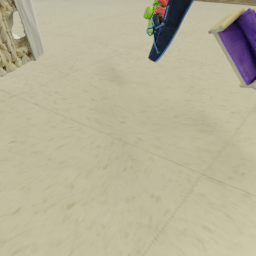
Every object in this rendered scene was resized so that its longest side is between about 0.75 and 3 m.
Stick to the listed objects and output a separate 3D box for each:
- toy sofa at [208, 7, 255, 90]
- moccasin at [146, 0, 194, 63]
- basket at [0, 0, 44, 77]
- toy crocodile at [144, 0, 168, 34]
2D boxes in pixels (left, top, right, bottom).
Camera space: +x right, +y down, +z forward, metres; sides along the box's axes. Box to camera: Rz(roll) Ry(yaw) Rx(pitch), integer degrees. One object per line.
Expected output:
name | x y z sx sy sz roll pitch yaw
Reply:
toy sofa | 3.028 -1.992 7.180 0.811 1.959 0.956 -41 19 -9
moccasin | 1.006 -2.874 7.491 0.769 2.255 0.907 23 31 -8
basket | -2.451 -1.717 4.284 1.925 1.305 1.187 33 58 21
toy crocodile | 1.152 -4.431 9.998 0.767 2.272 0.702 17 -3 -21
